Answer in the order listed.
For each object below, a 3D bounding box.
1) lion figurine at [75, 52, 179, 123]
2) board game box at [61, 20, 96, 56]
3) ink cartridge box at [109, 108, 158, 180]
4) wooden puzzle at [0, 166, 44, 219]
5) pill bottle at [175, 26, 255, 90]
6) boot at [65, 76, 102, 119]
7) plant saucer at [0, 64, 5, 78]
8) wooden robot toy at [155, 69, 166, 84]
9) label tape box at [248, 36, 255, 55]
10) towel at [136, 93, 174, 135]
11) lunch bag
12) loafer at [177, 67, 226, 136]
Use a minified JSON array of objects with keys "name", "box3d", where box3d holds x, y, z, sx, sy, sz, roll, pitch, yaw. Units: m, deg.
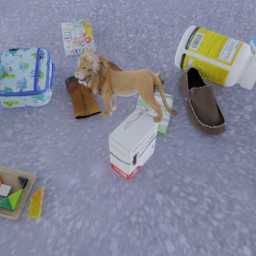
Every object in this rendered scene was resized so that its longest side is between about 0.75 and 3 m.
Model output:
[{"name":"lion figurine","box3d":[-0.040,-1.114,7.236,2.715,1.663,0.984,4,23,19]},{"name":"board game box","box3d":[-2.149,-3.912,12.059,1.255,0.320,1.867,-11,56,-7]},{"name":"ink cartridge box","box3d":[0.155,0.500,8.104,0.756,1.806,1.303,34,62,21]},{"name":"wooden puzzle","box3d":[-3.511,1.819,8.138,2.294,0.268,1.548,6,55,4]},{"name":"pill bottle","box3d":[3.361,-2.526,10.306,2.905,1.633,1.633,26,59,16]},{"name":"boot","box3d":[-1.296,-1.299,10.082,1.720,0.626,1.827,-17,58,-12]},{"name":"plant saucer","box3d":[-5.065,-1.089,9.530,0.907,0.246,2.596,21,77,39]},{"name":"wooden robot toy","box3d":[1.032,-1.828,10.669,0.494,0.480,1.089,3,47,46]},{"name":"label tape box","box3d":[6.253,-2.865,11.061,2.468,0.816,1.768,-6,56,-6]},{"name":"towel","box3d":[0.867,-0.598,9.813,1.265,0.260,1.696,11,56,9]},{"name":"lunch bag","box3d":[-3.709,-1.912,10.308,1.918,0.984,2.387,-2,56,-5]},{"name":"loafer","box3d":[2.456,-0.988,9.617,1.041,1.012,2.849,-16,57,-11]}]
